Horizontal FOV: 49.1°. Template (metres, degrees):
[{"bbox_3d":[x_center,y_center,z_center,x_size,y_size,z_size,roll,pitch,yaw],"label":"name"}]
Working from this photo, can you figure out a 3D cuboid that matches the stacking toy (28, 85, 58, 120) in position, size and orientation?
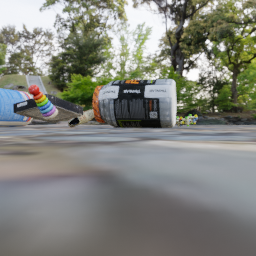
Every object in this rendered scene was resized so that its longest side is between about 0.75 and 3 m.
[{"bbox_3d":[-2.280,-0.707,7.396,0.430,1.007,0.430,-18,36,13],"label":"stacking toy"}]

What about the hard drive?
[{"bbox_3d":[-2.580,-0.587,9.333,1.379,0.373,1.974,-12,-12,21],"label":"hard drive"}]

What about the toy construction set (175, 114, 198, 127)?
[{"bbox_3d":[2.291,-0.303,11.582,0.708,0.497,1.080,-22,4,-30],"label":"toy construction set"}]

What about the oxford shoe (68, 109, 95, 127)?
[{"bbox_3d":[-1.748,-0.347,10.761,1.193,0.422,0.440,-29,7,-6],"label":"oxford shoe"}]

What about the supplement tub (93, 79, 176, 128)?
[{"bbox_3d":[0.240,-0.748,8.708,2.442,1.497,1.497,0,1,13],"label":"supplement tub"}]

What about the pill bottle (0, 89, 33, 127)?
[{"bbox_3d":[-5.103,-0.793,10.815,1.525,1.525,2.718,0,0,26],"label":"pill bottle"}]
